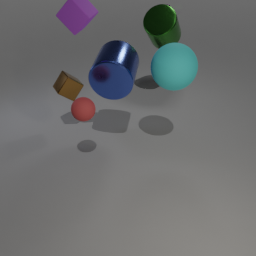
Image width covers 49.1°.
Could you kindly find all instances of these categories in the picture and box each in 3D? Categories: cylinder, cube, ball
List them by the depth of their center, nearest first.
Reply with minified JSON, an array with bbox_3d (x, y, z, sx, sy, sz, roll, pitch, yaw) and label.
[{"bbox_3d":[-1.357,-3.082,7.545,0.700,0.700,0.700,-34,20,34],"label":"cube"},{"bbox_3d":[-1.283,-0.537,8.035,0.700,0.700,0.700,0,32,0],"label":"ball"},{"bbox_3d":[1.380,-1.828,8.399,1.400,1.400,1.400,0,32,0],"label":"ball"},{"bbox_3d":[-0.420,-1.859,8.970,1.400,1.400,1.400,5,43,8],"label":"cylinder"},{"bbox_3d":[-2.132,-1.497,9.969,0.700,0.700,0.700,25,13,-39],"label":"cube"},{"bbox_3d":[1.491,-4.294,12.013,1.400,1.400,1.400,13,-4,20],"label":"cylinder"}]
